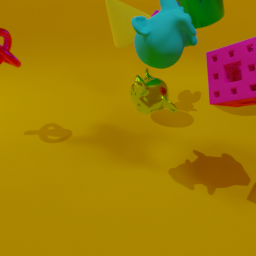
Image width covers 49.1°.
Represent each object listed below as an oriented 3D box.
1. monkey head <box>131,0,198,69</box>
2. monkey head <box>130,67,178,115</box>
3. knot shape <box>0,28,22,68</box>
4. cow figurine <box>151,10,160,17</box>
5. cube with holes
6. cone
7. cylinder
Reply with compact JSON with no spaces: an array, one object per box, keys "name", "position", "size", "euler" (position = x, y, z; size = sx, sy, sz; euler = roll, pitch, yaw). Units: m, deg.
[{"name":"monkey head","position":[0.591,-1.843,5.304],"size":[1.134,1.354,1.882],"euler":[-26,-13,12]},{"name":"monkey head","position":[0.445,-0.741,5.449],"size":[0.744,0.889,1.235],"euler":[-25,62,-12]},{"name":"knot shape","position":[-3.249,-1.939,6.859],"size":[1.263,1.181,0.583],"euler":[7,56,-21]},{"name":"cow figurine","position":[0.990,-2.901,8.707],"size":[0.851,1.551,1.526],"euler":[-9,8,29]},{"name":"cube with holes","position":[2.029,-0.894,4.824],"size":[0.921,0.921,0.921],"euler":[0,-5,-41]},{"name":"cone","position":[-0.231,-2.924,7.170],"size":[1.201,1.206,1.201],"euler":[-26,42,26]},{"name":"cylinder","position":[2.013,-3.695,7.971],"size":[1.281,1.281,1.281],"euler":[-15,36,12]}]
